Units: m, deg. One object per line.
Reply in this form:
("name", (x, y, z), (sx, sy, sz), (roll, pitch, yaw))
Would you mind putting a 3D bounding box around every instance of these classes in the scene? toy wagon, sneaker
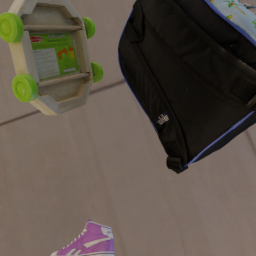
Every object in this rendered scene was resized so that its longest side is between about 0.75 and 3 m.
("toy wagon", (-1.423, -1.739, 5.368), (0.563, 2.209, 2.847), (-1, 106, 29))
("sneaker", (-0.888, 2.210, 5.428), (1.337, 0.485, 0.762), (-14, 61, 14))

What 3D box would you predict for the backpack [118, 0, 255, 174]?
("backpack", (1.301, -1.157, 5.221), (2.137, 2.661, 2.907), (-18, 67, -40))
